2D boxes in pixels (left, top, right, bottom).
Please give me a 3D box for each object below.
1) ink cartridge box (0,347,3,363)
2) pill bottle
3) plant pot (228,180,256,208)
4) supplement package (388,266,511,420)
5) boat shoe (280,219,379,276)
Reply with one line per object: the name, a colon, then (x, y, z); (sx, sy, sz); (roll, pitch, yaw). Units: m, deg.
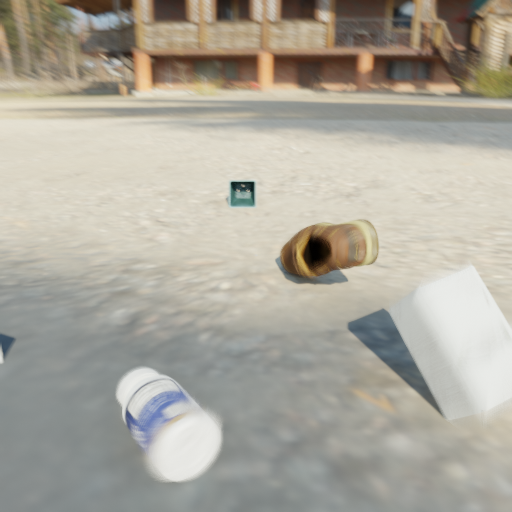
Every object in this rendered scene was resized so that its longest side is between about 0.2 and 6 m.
ink cartridge box: (-2.995, 0.904, 5.386); (0.852, 0.358, 0.620); (10, 22, 26)
pill bottle: (-0.703, 1.218, 4.221); (0.498, 0.498, 0.897); (-13, 25, -32)
plant pot: (-0.275, -1.296, 11.432); (0.564, 0.563, 0.575); (0, 14, 0)
supplement package: (1.676, 0.718, 4.603); (0.605, 1.034, 0.607); (-20, -18, -19)
boat shoe: (0.734, -0.079, 7.027); (0.636, 0.678, 1.882); (-9, -2, -25)
